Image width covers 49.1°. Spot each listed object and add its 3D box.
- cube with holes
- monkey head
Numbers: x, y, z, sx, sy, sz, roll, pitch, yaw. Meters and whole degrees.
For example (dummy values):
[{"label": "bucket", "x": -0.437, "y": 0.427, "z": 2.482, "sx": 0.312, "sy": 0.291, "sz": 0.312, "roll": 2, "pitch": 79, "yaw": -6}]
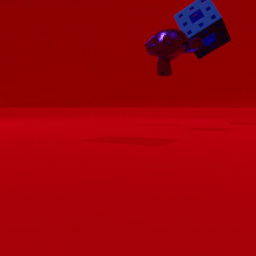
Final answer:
[{"label": "cube with holes", "x": 2.592, "y": -3.479, "z": 9.742, "sx": 1.268, "sy": 1.268, "sz": 1.268, "roll": -29, "pitch": -32, "yaw": 21}, {"label": "monkey head", "x": 1.063, "y": -1.986, "z": 7.381, "sx": 1.657, "sy": 1.192, "sz": 0.998, "roll": 4, "pitch": 17, "yaw": 32}]
